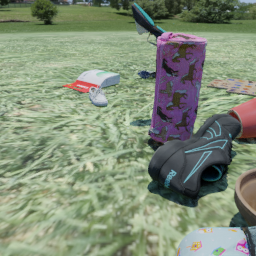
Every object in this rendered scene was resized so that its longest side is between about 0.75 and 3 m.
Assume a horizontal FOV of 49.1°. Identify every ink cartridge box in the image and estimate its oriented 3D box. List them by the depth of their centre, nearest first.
[{"bbox_3d":[-1.774,-2.323,13.524,1.791,0.557,2.226,19,28,39],"label":"ink cartridge box"}]

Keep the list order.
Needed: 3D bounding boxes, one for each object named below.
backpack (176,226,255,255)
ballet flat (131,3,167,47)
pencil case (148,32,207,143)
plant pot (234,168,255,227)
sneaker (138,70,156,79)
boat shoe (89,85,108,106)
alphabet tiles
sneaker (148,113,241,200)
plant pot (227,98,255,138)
[{"bbox_3d":[1.230,1.755,2.956,1.498,1.317,1.148,0,21,15],"label":"backpack"},{"bbox_3d":[0.661,-2.878,8.280,1.760,0.643,0.643,34,14,-21],"label":"ballet flat"},{"bbox_3d":[1.228,-0.954,7.214,1.206,2.912,1.260,15,27,23],"label":"pencil case"},{"bbox_3d":[2.571,1.412,4.348,1.830,0.845,1.830,0,24,0],"label":"plant pot"},{"bbox_3d":[1.053,-2.841,14.967,1.118,0.431,0.476,3,12,-12],"label":"sneaker"},{"bbox_3d":[-1.190,-1.342,11.040,0.557,0.643,1.507,-8,25,-19],"label":"boat shoe"},{"bbox_3d":[5.367,-1.929,13.115,2.980,0.112,2.491,13,27,28],"label":"alphabet tiles"},{"bbox_3d":[1.793,0.620,6.247,2.967,1.119,1.176,-27,47,-34],"label":"sneaker"},{"bbox_3d":[3.492,-0.241,7.995,1.060,1.198,1.198,-14,25,-8],"label":"plant pot"}]
